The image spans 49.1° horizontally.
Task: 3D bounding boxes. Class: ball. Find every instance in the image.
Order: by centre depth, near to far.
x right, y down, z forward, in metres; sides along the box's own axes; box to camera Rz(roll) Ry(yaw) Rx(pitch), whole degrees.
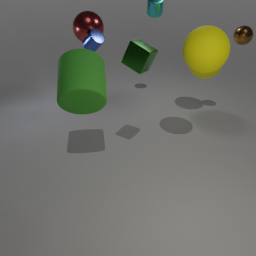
[{"bbox_3d":[2.386,-2.401,8.588,1.400,1.400,1.400,0,29,0],"label":"ball"},{"bbox_3d":[4.380,-3.516,10.637,0.700,0.700,0.700,0,29,0],"label":"ball"},{"bbox_3d":[3.257,-2.784,11.738,1.400,1.400,1.400,0,29,0],"label":"ball"},{"bbox_3d":[-1.789,-4.538,12.648,1.400,1.400,1.400,0,29,0],"label":"ball"}]

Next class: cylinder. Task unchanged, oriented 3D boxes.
[{"bbox_3d":[-1.347,-1.327,8.198,1.400,1.400,1.400,-3,63,-5],"label":"cylinder"},{"bbox_3d":[-1.438,-3.629,11.667,0.700,0.700,0.700,-32,1,-44],"label":"cylinder"},{"bbox_3d":[1.155,-5.204,11.919,0.700,0.700,0.700,-1,57,1],"label":"cylinder"}]

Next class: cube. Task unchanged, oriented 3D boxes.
[{"bbox_3d":[0.344,-2.085,8.165,0.700,0.700,0.700,34,29,10],"label":"cube"}]
